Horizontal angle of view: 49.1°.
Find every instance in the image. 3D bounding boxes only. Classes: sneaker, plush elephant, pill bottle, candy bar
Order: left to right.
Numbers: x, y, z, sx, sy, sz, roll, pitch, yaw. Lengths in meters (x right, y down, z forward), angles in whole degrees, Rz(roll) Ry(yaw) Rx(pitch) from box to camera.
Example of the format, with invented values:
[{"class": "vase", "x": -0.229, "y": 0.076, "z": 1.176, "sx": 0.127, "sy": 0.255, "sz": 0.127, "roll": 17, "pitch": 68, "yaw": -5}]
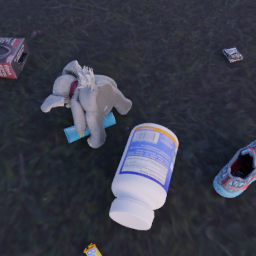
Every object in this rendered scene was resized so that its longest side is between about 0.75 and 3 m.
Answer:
[{"class": "plush elephant", "x": -1.651, "y": -1.058, "z": 9.804, "sx": 2.238, "sy": 2.891, "sz": 2.381, "roll": 16, "pitch": 61, "yaw": 34}, {"class": "candy bar", "x": -0.627, "y": 3.778, "z": 7.428, "sx": 0.393, "sy": 0.175, "sz": 1.575, "roll": -31, "pitch": 59, "yaw": -24}, {"class": "pill bottle", "x": 0.460, "y": 1.408, "z": 8.304, "sx": 1.598, "sy": 1.598, "sz": 2.852, "roll": 14, "pitch": 56, "yaw": 10}, {"class": "sneaker", "x": 3.876, "y": 1.078, "z": 8.721, "sx": 2.702, "sy": 1.290, "sz": 1.071, "roll": -37, "pitch": 62, "yaw": -24}]

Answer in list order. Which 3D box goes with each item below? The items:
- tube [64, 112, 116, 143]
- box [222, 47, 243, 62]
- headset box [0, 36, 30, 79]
[{"class": "tube", "x": -1.361, "y": -0.046, "z": 10.130, "sx": 1.826, "sy": 0.460, "sz": 0.707, "roll": -22, "pitch": 44, "yaw": -10}, {"class": "box", "x": 4.712, "y": -3.309, "z": 12.618, "sx": 0.599, "sy": 0.189, "sz": 0.759, "roll": -13, "pitch": 54, "yaw": -9}, {"class": "headset box", "x": -5.461, "y": -3.067, "z": 12.011, "sx": 2.332, "sy": 0.875, "sz": 1.733, "roll": 6, "pitch": 54, "yaw": 5}]
